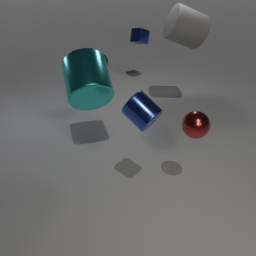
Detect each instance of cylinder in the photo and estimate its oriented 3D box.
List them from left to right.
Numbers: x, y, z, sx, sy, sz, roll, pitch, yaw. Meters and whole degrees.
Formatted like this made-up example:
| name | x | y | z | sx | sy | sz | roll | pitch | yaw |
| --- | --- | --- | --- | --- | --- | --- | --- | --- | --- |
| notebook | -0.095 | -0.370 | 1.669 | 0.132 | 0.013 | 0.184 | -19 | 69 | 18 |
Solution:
| name | x | y | z | sx | sy | sz | roll | pitch | yaw |
| --- | --- | --- | --- | --- | --- | --- | --- | --- | --- |
| cylinder | -1.248 | -1.478 | 8.659 | 1.400 | 1.400 | 1.400 | -8 | 64 | -14 |
| cylinder | 0.328 | -0.390 | 6.545 | 0.700 | 0.700 | 0.700 | 45 | 44 | 9 |
| cylinder | 2.348 | -4.073 | 11.303 | 1.400 | 1.400 | 1.400 | 15 | 26 | -17 |

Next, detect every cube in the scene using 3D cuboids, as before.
| name | x | y | z | sx | sy | sz | roll | pitch | yaw |
| --- | --- | --- | --- | --- | --- | --- | --- | --- | --- |
| cube | 0.628 | -4.839 | 14.776 | 0.700 | 0.700 | 0.700 | 16 | 11 | 42 |

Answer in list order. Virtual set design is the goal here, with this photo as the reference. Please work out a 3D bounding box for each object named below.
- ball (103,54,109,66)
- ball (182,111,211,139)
| name | x | y | z | sx | sy | sz | roll | pitch | yaw |
| --- | --- | --- | --- | --- | --- | --- | --- | --- | --- |
| ball | -1.169 | -2.765 | 11.754 | 0.700 | 0.700 | 0.700 | 0 | 30 | 0 |
| ball | 1.703 | -0.080 | 7.014 | 0.700 | 0.700 | 0.700 | 0 | 30 | 0 |
